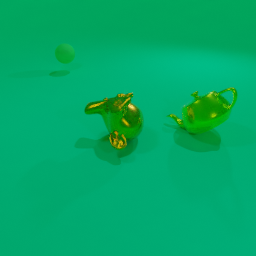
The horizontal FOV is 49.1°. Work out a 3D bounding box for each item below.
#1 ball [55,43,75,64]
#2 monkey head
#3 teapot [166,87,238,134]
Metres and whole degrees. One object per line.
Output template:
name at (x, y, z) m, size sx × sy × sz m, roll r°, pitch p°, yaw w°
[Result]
ball at (-2.492, -2.939, 11.086) m, size 0.779 × 0.779 × 0.779 m, roll 0°, pitch 29°, yaw 0°
monkey head at (-0.297, -0.199, 6.596) m, size 1.314 × 1.101 × 1.827 m, roll -7°, pitch 22°, yaw 11°
teapot at (1.791, -0.428, 6.863) m, size 1.949 × 0.955 × 1.212 m, roll -29°, pitch 1°, yaw 40°
